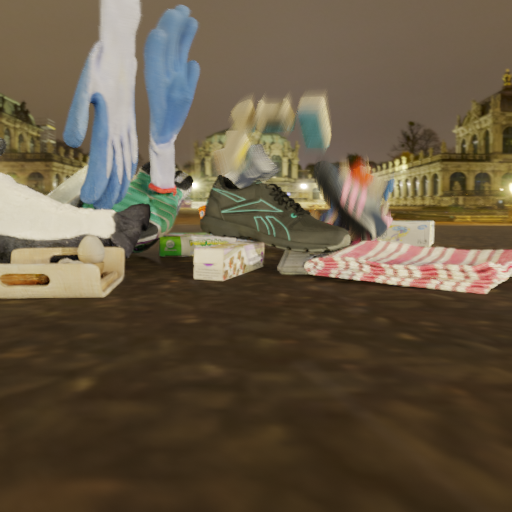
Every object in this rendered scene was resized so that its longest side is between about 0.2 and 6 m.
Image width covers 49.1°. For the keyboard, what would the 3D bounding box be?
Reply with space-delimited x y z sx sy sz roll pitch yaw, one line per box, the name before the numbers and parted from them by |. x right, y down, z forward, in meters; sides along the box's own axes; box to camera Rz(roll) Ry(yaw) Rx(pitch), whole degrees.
keyboard | 2.918 0.085 7.277 5.187 0.277 1.460 0 4 7

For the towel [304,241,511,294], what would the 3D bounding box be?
towel | 1.770 0.034 6.280 2.050 0.307 1.500 5 11 33

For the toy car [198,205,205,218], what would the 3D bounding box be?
toy car | -0.159 -0.965 16.386 2.943 0.979 1.444 -3 -24 2

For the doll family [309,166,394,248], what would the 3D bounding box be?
doll family | 1.758 -0.817 11.502 1.448 2.333 1.051 22 -28 25

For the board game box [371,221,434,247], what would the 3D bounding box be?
board game box | 2.734 -0.616 14.645 3.586 0.614 2.411 2 4 20

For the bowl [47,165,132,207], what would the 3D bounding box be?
bowl | -3.386 -0.898 11.198 2.622 1.178 2.622 -29 24 14

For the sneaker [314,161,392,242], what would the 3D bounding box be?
sneaker | 1.821 -1.104 10.620 0.752 1.834 0.643 -27 -14 -27

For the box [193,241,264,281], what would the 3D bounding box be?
box | -0.302 0.034 7.189 0.395 0.369 1.907 4 5 15

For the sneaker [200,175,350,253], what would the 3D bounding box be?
sneaker | 0.225 -0.555 7.620 2.206 0.874 0.832 13 5 23

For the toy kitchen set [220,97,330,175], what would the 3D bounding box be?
toy kitchen set | 0.367 -1.964 9.883 1.634 1.309 0.963 2 -31 19

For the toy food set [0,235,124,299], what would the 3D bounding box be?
toy food set | -2.045 0.073 5.545 1.259 0.530 1.754 0 4 -6

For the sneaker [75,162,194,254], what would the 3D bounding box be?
sneaker | -2.130 -0.446 9.869 1.371 1.612 3.684 27 25 4

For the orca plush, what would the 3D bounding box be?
orca plush | -3.380 -0.461 7.561 3.877 2.040 1.378 -2 -26 -7

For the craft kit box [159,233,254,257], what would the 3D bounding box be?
craft kit box | -0.838 -0.233 10.868 1.862 0.457 1.885 2 4 -4

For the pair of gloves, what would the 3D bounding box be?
pair of gloves | -1.601 -2.227 8.119 0.429 3.028 3.766 10 13 11

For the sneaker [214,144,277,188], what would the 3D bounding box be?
sneaker | -0.080 -1.367 12.384 1.228 2.264 0.794 -17 22 -9
